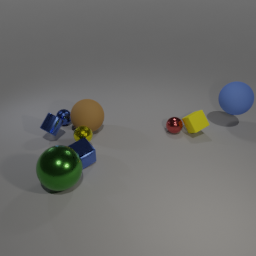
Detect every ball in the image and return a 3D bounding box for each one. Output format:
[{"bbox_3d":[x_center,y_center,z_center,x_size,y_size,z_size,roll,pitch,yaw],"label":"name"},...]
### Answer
[{"bbox_3d":[4.525,-1.241,11.732,1.400,1.400,1.400,0,30,0],"label":"ball"},{"bbox_3d":[-1.686,-0.509,11.651,1.400,1.400,1.400,0,30,0],"label":"ball"},{"bbox_3d":[-1.645,0.254,10.263,0.700,0.700,0.700,0,30,0],"label":"ball"},{"bbox_3d":[1.937,-0.121,11.688,0.700,0.700,0.700,0,30,0],"label":"ball"},{"bbox_3d":[-2.102,1.229,8.628,1.400,1.400,1.400,0,30,0],"label":"ball"},{"bbox_3d":[-2.808,-0.481,12.281,0.700,0.700,0.700,0,30,0],"label":"ball"}]

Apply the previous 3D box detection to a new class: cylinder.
[{"bbox_3d":[-3.006,-0.142,11.071,0.700,0.700,0.700,23,81,34],"label":"cylinder"}]

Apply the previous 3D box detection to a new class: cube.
[{"bbox_3d":[2.761,-0.254,11.482,0.700,0.700,0.700,-28,3,-12],"label":"cube"},{"bbox_3d":[-1.573,0.890,9.637,0.700,0.700,0.700,-30,57,-25],"label":"cube"}]
